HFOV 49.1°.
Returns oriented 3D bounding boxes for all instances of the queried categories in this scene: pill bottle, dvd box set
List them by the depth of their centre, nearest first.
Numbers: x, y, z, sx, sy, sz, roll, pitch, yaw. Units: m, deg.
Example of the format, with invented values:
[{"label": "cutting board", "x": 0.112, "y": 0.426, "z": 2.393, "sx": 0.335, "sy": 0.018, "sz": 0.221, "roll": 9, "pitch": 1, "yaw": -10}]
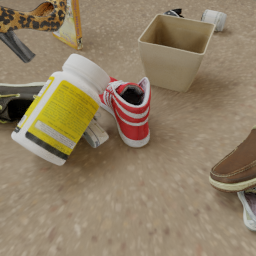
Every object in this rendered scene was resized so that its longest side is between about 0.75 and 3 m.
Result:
[{"label": "pill bottle", "x": -1.527, "y": -0.459, "z": 6.742, "sx": 1.387, "sy": 1.387, "sz": 2.426, "roll": 27, "pitch": 81, "yaw": 24}, {"label": "dvd box set", "x": -2.344, "y": -4.178, "z": 10.234, "sx": 1.641, "sy": 2.243, "sz": 0.330, "roll": 35, "pitch": 54, "yaw": 30}]

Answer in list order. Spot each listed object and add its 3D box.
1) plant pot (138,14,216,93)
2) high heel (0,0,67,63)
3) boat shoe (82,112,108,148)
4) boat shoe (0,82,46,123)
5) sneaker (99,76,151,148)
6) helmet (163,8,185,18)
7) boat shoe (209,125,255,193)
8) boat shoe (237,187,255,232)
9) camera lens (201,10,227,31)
[{"label": "plant pot", "x": 1.459, "y": -2.245, "z": 8.801, "sx": 1.897, "sy": 1.680, "sz": 1.895, "roll": 17, "pitch": 49, "yaw": 14}, {"label": "high heel", "x": -1.530, "y": -1.910, "z": 4.336, "sx": 0.539, "sy": 1.076, "sz": 1.510, "roll": 15, "pitch": 69, "yaw": 30}, {"label": "boat shoe", "x": -1.046, "y": -0.201, "z": 7.615, "sx": 0.685, "sy": 0.594, "sz": 1.607, "roll": -28, "pitch": 55, "yaw": -24}, {"label": "boat shoe", "x": -3.253, "y": -0.632, "z": 7.709, "sx": 2.897, "sy": 1.033, "sz": 0.872, "roll": -10, "pitch": 44, "yaw": -13}, {"label": "sneaker", "x": -0.198, "y": -0.992, "z": 7.641, "sx": 1.029, "sy": 1.624, "sz": 2.888, "roll": -19, "pitch": 50, "yaw": -17}, {"label": "helmet", "x": 1.598, "y": -3.627, "z": 10.289, "sx": 1.416, "sy": 1.416, "sz": 1.350, "roll": 31, "pitch": 47, "yaw": 26}, {"label": "boat shoe", "x": 2.986, "y": 0.440, "z": 6.494, "sx": 2.920, "sy": 1.080, "sz": 1.079, "roll": -22, "pitch": 19, "yaw": -26}, {"label": "boat shoe", "x": 2.690, "y": 1.543, "z": 6.059, "sx": 0.488, "sy": 0.424, "sz": 1.323, "roll": 10, "pitch": 43, "yaw": 8}, {"label": "camera lens", "x": 3.489, "y": -4.407, "z": 11.493, "sx": 0.909, "sy": 0.727, "sz": 0.727, "roll": 20, "pitch": 50, "yaw": 18}]
